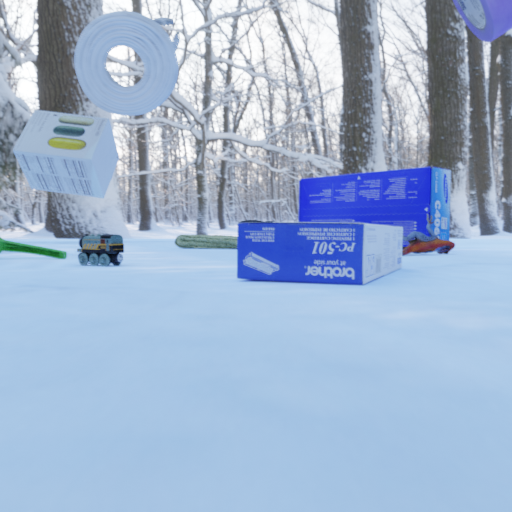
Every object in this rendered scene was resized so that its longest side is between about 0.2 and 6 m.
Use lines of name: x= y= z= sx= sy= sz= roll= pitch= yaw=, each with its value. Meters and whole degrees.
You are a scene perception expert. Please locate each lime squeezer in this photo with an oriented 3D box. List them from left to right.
lime squeezer: x=-4.328 y=-0.183 z=8.375 sx=2.776 sy=0.524 sz=0.980 roll=0 pitch=1 yaw=-24

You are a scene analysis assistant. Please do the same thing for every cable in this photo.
cable: x=-2.578 y=-3.789 z=11.191 sx=2.030 sy=2.030 sz=0.703 roll=4 pitch=27 yaw=-10

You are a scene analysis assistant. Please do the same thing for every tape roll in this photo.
tape roll: x=3.234 y=-3.731 z=7.885 sx=0.546 sy=1.285 sz=1.285 roll=-31 pitch=-5 yaw=12

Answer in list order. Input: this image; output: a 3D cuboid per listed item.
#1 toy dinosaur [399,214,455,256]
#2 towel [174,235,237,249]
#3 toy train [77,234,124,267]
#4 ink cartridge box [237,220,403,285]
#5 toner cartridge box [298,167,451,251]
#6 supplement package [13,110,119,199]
toy dinosaur: x=3.135 y=-0.136 z=10.386 sx=1.239 sy=0.717 sz=1.366 roll=11 pitch=38 yaw=-3
towel: x=-0.983 y=-0.377 z=14.980 sx=2.047 sy=0.373 sz=1.519 roll=1 pitch=1 yaw=25
toy train: x=-1.888 y=-0.070 z=6.785 sx=0.692 sy=0.394 sz=0.295 roll=2 pitch=2 yaw=32
ink cartridge box: x=0.729 y=-0.067 z=5.374 sx=1.062 sy=0.499 sz=2.258 roll=2 pitch=3 yaw=22
toner cartridge box: x=2.769 y=-1.085 z=13.867 sx=0.857 sy=1.887 sz=3.972 roll=-2 pitch=4 yaw=-43
supplement package: x=-3.765 y=-2.050 z=11.303 sx=1.555 sy=1.180 sz=1.172 roll=8 pitch=-34 yaw=4
